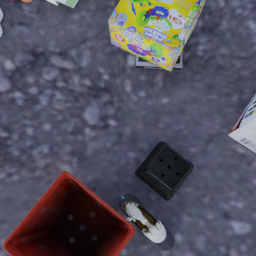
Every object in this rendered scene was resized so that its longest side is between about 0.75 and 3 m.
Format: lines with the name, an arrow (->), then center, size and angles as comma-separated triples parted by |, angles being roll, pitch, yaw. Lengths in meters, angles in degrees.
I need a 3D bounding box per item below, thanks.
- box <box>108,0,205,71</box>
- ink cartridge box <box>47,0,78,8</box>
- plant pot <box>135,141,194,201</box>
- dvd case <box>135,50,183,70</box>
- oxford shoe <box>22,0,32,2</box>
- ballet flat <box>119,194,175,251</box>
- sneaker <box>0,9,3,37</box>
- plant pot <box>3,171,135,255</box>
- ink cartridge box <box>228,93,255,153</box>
box -> 0.756, -2.861, 7.436 | 1.896, 1.157, 1.826 | 27, 78, 7
ink cartridge box -> -1.918, -4.080, 8.389 | 1.220, 0.293, 0.888 | 28, 78, 6
plant pot -> 0.938, 0.992, 6.840 | 1.135, 1.007, 1.133 | 39, 79, 9
dvd case -> 0.911, -2.534, 8.069 | 1.323, 0.218, 1.761 | 3, 76, 1
oxford shoe -> -3.360, -4.043, 8.352 | 0.959, 0.349, 0.342 | 9, 77, 2
ballet flat -> 0.433, 2.286, 6.695 | 0.634, 0.634, 1.736 | -44, 81, -9
sneaker -> -3.901, -3.198, 8.069 | 0.449, 0.525, 1.206 | -13, 76, -2
plant pot -> -1.129, 2.290, 6.193 | 1.886, 1.664, 1.888 | 38, 81, 8
ink cartridge box -> 3.912, -0.864, 6.538 | 1.156, 2.421, 2.758 | 34, 78, 7
